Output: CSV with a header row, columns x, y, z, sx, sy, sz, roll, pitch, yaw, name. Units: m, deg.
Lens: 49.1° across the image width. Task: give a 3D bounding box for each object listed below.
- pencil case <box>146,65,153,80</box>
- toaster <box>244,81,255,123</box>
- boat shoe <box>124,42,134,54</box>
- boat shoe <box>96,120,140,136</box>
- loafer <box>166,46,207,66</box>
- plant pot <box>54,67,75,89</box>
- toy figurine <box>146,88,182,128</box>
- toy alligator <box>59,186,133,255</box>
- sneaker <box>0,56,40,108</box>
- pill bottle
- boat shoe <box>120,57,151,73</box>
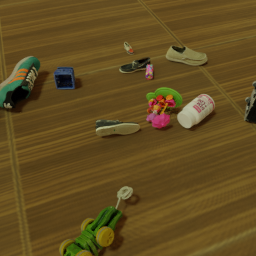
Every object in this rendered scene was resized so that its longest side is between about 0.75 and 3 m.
x,y,z,sx,sy,sz,roll,pitch,yaw,name
0.963,-2.501,12.480,0.356,0.356,0.805,4,47,3,pencil case
5.447,-0.999,10.231,1.963,1.775,1.165,12,50,10,toaster
0.040,-3.917,13.771,0.297,0.261,0.834,-19,53,-18,boat shoe
-0.372,-0.096,10.176,1.623,0.583,0.549,-3,49,-13,boat shoe
2.748,-3.410,13.061,1.935,0.661,0.732,8,50,7,loafer
-2.658,-2.168,11.928,0.802,0.802,0.721,0,43,0,plant pot
1.151,-0.646,10.595,1.502,1.128,1.383,4,55,33,toy figurine
-0.732,2.836,7.615,2.962,0.712,0.982,-41,28,-29,toy alligator
-4.298,-1.837,11.562,1.101,0.984,2.756,20,60,15,sneaker
2.562,-0.628,10.571,1.388,0.787,0.787,-37,58,-27,pill bottle
0.320,-2.887,12.731,1.488,0.503,0.534,-15,52,-11,boat shoe
